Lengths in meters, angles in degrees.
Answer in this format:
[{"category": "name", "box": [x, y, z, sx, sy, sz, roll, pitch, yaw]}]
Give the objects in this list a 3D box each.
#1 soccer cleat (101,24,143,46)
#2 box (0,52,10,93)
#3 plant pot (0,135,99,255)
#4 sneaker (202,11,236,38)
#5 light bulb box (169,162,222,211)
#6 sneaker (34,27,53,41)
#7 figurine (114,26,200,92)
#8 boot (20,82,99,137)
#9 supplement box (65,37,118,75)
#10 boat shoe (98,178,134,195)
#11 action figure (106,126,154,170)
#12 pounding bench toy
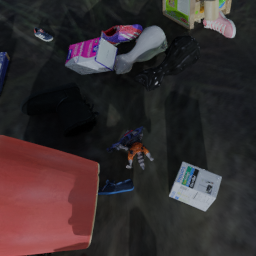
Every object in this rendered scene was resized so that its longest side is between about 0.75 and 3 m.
[{"category": "soccer cleat", "box": [-0.208, -3.619, 10.613, 1.817, 0.665, 0.620, -26, 60, -16]}, {"category": "box", "box": [-4.963, -1.615, 9.444, 1.415, 0.378, 2.336, -2, 56, -1]}, {"category": "plant pot", "box": [-1.909, 1.569, 6.166, 2.348, 2.653, 2.653, 8, 56, -8]}, {"category": "sneaker", "box": [3.460, -4.004, 10.923, 0.861, 0.620, 1.648, -15, 55, -7]}, {"category": "light bulb box", "box": [1.658, 1.479, 7.011, 1.001, 0.992, 0.625, 21, 58, 12]}, {"category": "sneaker", "box": [-3.287, -3.645, 10.820, 0.843, 0.356, 0.316, 23, 59, 14]}, {"category": "figurine", "box": [0.720, -2.298, 9.374, 2.345, 1.035, 2.404, -40, 49, -19]}, {"category": "boot", "box": [-2.037, -0.427, 8.469, 2.055, 0.760, 1.684, -23, 61, -17]}, {"category": "supplement box", "box": [-1.200, -2.274, 9.023, 1.532, 0.792, 0.775, 1, 76, 42]}, {"category": "boat shoe", "box": [-0.377, 1.536, 7.357, 1.036, 0.436, 0.356, -4, 74, -19]}, {"category": "action figure", "box": [0.068, 0.599, 7.980, 1.278, 0.668, 1.236, -27, 49, 15]}, {"category": "pounding bench toy", "box": [3.038, -5.019, 10.557, 2.249, 1.791, 2.884, -25, 48, -16]}]
